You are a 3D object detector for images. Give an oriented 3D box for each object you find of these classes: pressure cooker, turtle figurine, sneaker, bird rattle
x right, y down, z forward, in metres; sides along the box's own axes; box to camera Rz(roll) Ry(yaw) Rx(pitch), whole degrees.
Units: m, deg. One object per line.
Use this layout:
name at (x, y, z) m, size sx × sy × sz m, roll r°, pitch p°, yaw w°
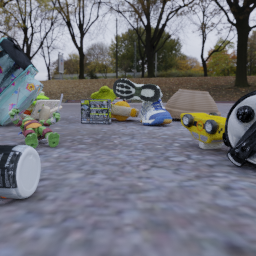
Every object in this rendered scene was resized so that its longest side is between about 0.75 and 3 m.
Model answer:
pressure cooker at (1.922, 0.012, 3.866) m, size 1.109 × 1.092 × 1.242 m, roll 0°, pitch 2°, yaw 33°
turtle figurine at (-1.860, -0.192, 5.684) m, size 0.929 × 1.290 × 1.251 m, roll 35°, pitch 5°, yaw -42°
sneaker at (0.365, -1.276, 10.162) m, size 1.988 × 0.764 × 0.881 m, roll 17°, pitch 5°, yaw 26°
sneaker at (0.899, -0.682, 10.210) m, size 0.923 × 1.081 × 2.453 m, roll -1°, pitch 7°, yaw -13°
bird rattle at (-0.603, -0.685, 11.780) m, size 2.111 × 1.458 × 2.589 m, roll 12°, pitch -6°, yaw 1°

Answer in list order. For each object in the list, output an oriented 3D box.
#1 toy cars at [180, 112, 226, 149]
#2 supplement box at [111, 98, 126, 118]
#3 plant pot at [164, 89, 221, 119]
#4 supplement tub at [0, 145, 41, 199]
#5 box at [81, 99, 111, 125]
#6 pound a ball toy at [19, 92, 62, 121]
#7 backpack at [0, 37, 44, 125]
toy cars at (2.265, 0.153, 4.976) m, size 2.857 × 0.633 × 1.281 m, roll 6°, pitch 13°, yaw 25°
supplement box at (-0.906, -1.071, 14.275) m, size 1.232 × 0.956 × 2.232 m, roll -1°, pitch 6°, yaw -12°
plant pot at (2.754, -1.040, 12.033) m, size 2.504 × 1.156 × 2.504 m, roll 5°, pitch 12°, yaw -1°
supplement tub at (-1.352, 0.419, 2.759) m, size 0.843 × 0.516 × 0.516 m, roll 1°, pitch 6°, yaw 8°
box at (-1.174, -0.599, 10.236) m, size 1.139 × 0.912 × 0.252 m, roll 1°, pitch 5°, yaw 19°
pound a ball toy at (-3.697, -0.725, 11.903) m, size 1.744 × 1.136 × 2.675 m, roll 27°, pitch 10°, yaw 6°
backpack at (-4.476, -1.321, 9.638) m, size 2.949 × 2.261 × 2.592 m, roll -38°, pitch 15°, yaw -6°
